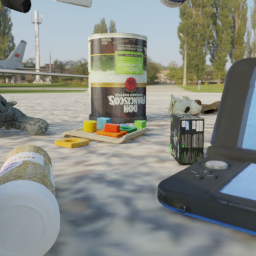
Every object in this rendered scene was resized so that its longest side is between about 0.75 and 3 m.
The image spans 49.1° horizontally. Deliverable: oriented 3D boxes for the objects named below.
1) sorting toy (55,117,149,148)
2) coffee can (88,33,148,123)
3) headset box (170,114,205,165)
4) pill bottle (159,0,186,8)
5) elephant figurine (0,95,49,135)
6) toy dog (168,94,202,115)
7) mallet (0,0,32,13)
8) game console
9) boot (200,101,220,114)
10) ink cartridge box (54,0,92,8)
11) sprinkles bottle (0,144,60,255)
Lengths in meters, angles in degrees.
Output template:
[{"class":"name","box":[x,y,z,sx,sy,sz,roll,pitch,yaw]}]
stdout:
[{"class":"sorting toy","box":[-0.516,0.005,6.908,1.681,0.407,2.985,4,10,25]},{"class":"coffee can","box":[-0.367,-1.722,9.957,2.105,2.876,2.105,0,9,0]},{"class":"headset box","box":[0.980,0.157,4.775,0.403,0.755,0.868,0,9,-2]},{"class":"pill bottle","box":[1.280,-3.498,6.412,0.877,0.877,1.580,-2,-1,-14]},{"class":"elephant figurine","box":[-3.737,-0.561,6.735,2.807,1.986,2.178,26,52,36]},{"class":"toy dog","box":[2.430,-0.916,11.581,1.233,0.860,1.195,-1,20,-11]},{"class":"mallet","box":[-2.035,-3.037,5.937,0.561,1.702,0.350,16,-33,7]},{"class":"game console","box":[2.094,-0.024,2.841,2.909,1.721,2.483,5,9,36]},{"class":"boot","box":[3.848,-0.838,12.390,1.502,0.553,0.567,-10,25,-17]},{"class":"ink cartridge box","box":[-1.129,-3.266,5.145,0.743,1.775,1.281,-7,30,-32]},{"class":"sprinkles bottle","box":[-0.983,0.581,2.671,0.566,0.566,1.658,-3,8,-17]}]
